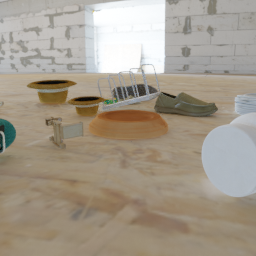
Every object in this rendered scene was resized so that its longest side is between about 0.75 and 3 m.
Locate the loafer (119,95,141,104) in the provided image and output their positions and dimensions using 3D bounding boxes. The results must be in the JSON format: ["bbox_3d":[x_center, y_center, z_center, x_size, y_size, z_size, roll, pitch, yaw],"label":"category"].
[{"bbox_3d":[0.091,-1.427,14.064,1.213,0.414,0.459,-5,16,-28],"label":"loafer"}]

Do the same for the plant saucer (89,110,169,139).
[{"bbox_3d":[0.019,-0.192,9.023,2.564,0.480,2.564,0,13,0],"label":"plant saucer"}]

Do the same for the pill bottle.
[{"bbox_3d":[2.527,0.359,4.898,2.374,1.374,1.374,-9,17,-31],"label":"pill bottle"}]

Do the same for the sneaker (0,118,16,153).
[{"bbox_3d":[-3.042,0.512,5.391,1.107,0.989,2.770,13,21,19],"label":"sneaker"}]

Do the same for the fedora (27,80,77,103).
[{"bbox_3d":[-3.860,-1.846,14.430,2.681,1.094,2.681,0,16,0],"label":"fedora"}]

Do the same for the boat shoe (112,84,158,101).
[{"bbox_3d":[0.418,-1.996,15.446,2.527,0.957,0.907,5,13,12],"label":"boat shoe"}]

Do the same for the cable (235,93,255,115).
[{"bbox_3d":[5.543,-0.908,11.215,2.390,0.828,2.391,8,15,34],"label":"cable"}]

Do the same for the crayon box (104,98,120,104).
[{"bbox_3d":[-0.873,-1.372,14.310,0.779,0.227,0.462,-10,17,-35],"label":"crayon box"}]

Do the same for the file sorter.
[{"bbox_3d":[0.046,-1.805,12.379,2.336,1.454,1.621,-12,7,28],"label":"file sorter"}]

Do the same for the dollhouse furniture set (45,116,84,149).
[{"bbox_3d":[-1.706,0.094,7.442,0.562,0.658,1.269,-10,17,-33],"label":"dollhouse furniture set"}]

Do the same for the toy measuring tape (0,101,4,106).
[{"bbox_3d":[-6.423,-1.248,12.301,1.028,1.028,2.795,2,14,9],"label":"toy measuring tape"}]

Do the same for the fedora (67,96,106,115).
[{"bbox_3d":[-1.653,-0.876,11.386,1.631,0.665,1.631,0,16,0],"label":"fedora"}]

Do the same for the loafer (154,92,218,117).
[{"bbox_3d":[2.329,-1.019,11.486,2.630,0.887,1.000,5,15,21],"label":"loafer"}]
